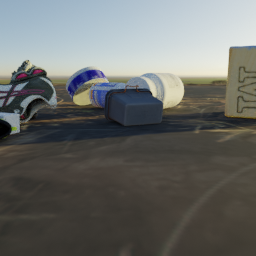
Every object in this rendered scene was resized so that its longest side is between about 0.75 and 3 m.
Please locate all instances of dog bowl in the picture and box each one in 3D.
[{"bbox_3d":[-1.822,-1.889,12.765,1.859,0.732,1.859,-27,-22,-11],"label":"dog bowl"}]

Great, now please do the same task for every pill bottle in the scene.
[{"bbox_3d":[-0.584,-1.356,11.762,1.946,1.090,1.090,8,13,33],"label":"pill bottle"},{"bbox_3d":[1.030,-1.429,11.033,1.480,1.480,2.589,7,12,34],"label":"pill bottle"}]

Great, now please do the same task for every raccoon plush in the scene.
[{"bbox_3d":[-3.856,-1.166,8.567,2.711,1.817,1.312,-7,12,-33],"label":"raccoon plush"}]

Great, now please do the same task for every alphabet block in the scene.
[{"bbox_3d":[4.612,-1.526,9.357,2.218,2.258,2.206,6,11,31],"label":"alphabet block"}]

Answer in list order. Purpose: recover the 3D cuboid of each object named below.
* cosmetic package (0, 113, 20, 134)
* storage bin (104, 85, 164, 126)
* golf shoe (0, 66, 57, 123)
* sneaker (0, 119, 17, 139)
[{"bbox_3d":[-3.110,-0.125,6.393,1.094,0.464,0.588,6,8,16],"label":"cosmetic package"},{"bbox_3d":[0.246,-0.613,7.999,1.545,1.124,1.038,-5,22,-27],"label":"storage bin"},{"bbox_3d":[-3.405,-0.660,7.653,2.898,1.277,1.119,-26,-17,-13],"label":"golf shoe"},{"bbox_3d":[-2.986,0.015,5.314,1.630,0.585,0.675,-9,6,-37],"label":"sneaker"}]
